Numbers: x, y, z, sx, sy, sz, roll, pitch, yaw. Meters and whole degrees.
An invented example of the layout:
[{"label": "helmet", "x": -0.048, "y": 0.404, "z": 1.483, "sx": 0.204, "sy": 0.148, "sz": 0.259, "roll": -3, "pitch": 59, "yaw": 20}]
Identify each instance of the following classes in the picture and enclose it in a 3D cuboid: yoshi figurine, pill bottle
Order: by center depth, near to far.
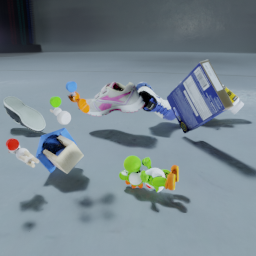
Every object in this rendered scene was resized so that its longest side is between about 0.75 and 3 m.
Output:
[{"label": "yoshi figurine", "x": 0.354, "y": 0.795, "z": 5.238, "sx": 1.127, "sy": 0.633, "sz": 0.631, "roll": 1, "pitch": 63, "yaw": 22}, {"label": "pill bottle", "x": 3.494, "y": -0.989, "z": 9.793, "sx": 1.009, "sy": 0.576, "sz": 0.576, "roll": 42, "pitch": 30, "yaw": 8}]

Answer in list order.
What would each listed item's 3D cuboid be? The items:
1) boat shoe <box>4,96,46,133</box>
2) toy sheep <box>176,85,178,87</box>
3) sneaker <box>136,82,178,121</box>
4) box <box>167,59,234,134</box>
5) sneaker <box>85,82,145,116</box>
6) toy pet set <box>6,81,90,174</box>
[{"label": "boat shoe", "x": -3.182, "y": -0.347, "z": 8.677, "sx": 1.695, "sy": 0.511, "sz": 0.641, "roll": 40, "pitch": 48, "yaw": 21}, {"label": "toy sheep", "x": 2.196, "y": -1.099, "z": 9.885, "sx": 1.996, "sy": 1.376, "sz": 1.376, "roll": -33, "pitch": 7, "yaw": 23}, {"label": "sneaker", "x": 0.860, "y": -0.698, "z": 8.915, "sx": 1.650, "sy": 0.667, "sz": 0.953, "roll": 37, "pitch": 26, "yaw": -13}, {"label": "box", "x": 1.776, "y": -0.717, "z": 7.387, "sx": 0.339, "sy": 1.268, "sz": 2.094, "roll": -22, "pitch": -10, "yaw": -22}, {"label": "sneaker", "x": -0.522, "y": -0.927, "z": 8.341, "sx": 2.012, "sy": 0.888, "sz": 0.819, "roll": -6, "pitch": 24, "yaw": 19}, {"label": "toy pet set", "x": -1.565, "y": 0.078, "z": 5.690, "sx": 0.897, "sy": 1.577, "sz": 1.689, "roll": 22, "pitch": 61, "yaw": 40}]
